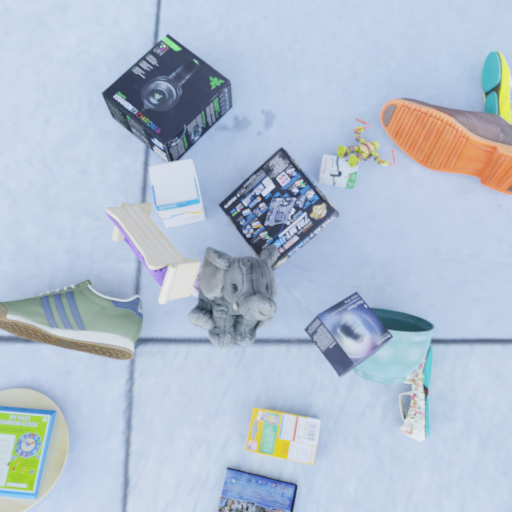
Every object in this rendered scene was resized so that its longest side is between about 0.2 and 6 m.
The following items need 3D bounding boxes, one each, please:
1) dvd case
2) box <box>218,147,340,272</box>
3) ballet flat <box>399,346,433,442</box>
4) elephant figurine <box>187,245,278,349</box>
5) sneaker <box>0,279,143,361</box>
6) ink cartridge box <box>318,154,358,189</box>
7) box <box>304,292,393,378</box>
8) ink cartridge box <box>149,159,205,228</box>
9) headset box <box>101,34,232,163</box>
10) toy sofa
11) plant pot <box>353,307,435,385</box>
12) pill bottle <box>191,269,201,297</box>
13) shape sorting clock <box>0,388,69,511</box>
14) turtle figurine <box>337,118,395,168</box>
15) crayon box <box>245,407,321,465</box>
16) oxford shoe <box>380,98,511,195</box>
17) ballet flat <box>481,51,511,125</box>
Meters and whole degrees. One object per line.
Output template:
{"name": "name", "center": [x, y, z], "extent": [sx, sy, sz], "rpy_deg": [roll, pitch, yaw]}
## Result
{"name": "dvd case", "center": [-0.100, 4.895, 9.950], "extent": [1.354, 0.167, 1.898], "rpy_deg": [13, 72, 3]}
{"name": "box", "center": [0.430, -0.928, 11.266], "extent": [1.807, 0.449, 1.794], "rpy_deg": [-42, 74, 13]}
{"name": "ballet flat", "center": [2.980, 2.523, 10.513], "extent": [0.578, 0.684, 1.808], "rpy_deg": [0, 66, 25]}
{"name": "elephant figurine", "center": [-0.209, 0.492, 9.955], "extent": [1.885, 2.430, 1.719], "rpy_deg": [42, 55, 13]}
{"name": "sneaker", "center": [-3.567, 1.064, 10.863], "extent": [2.930, 0.982, 1.315], "rpy_deg": [12, 61, 6]}
{"name": "ink cartridge box", "center": [1.763, -1.812, 12.044], "extent": [0.786, 0.327, 0.576], "rpy_deg": [10, 72, 3]}
{"name": "box", "center": [1.441, 1.206, 8.707], "extent": [0.942, 0.581, 0.935], "rpy_deg": [-26, 71, -33]}
{"name": "ink cartridge box", "center": [-1.585, -1.243, 11.392], "extent": [0.881, 1.217, 0.896], "rpy_deg": [-11, 72, -2]}
{"name": "headset box", "center": [-1.827, -3.439, 12.213], "extent": [1.912, 1.018, 2.196], "rpy_deg": [41, 76, 12]}
{"name": "toy sofa", "center": [-1.869, -0.083, 9.560], "extent": [0.935, 0.794, 1.917], "rpy_deg": [-10, 43, -40]}
{"name": "plant pot", "center": [2.353, 1.690, 10.368], "extent": [1.667, 1.667, 1.117], "rpy_deg": [7, 99, 2]}
{"name": "pill bottle", "center": [-1.103, 0.489, 11.195], "extent": [0.349, 0.349, 0.615], "rpy_deg": [33, 62, 10]}
{"name": "shape sorting clock", "center": [-4.525, 3.554, 10.233], "extent": [2.246, 0.441, 2.246], "rpy_deg": [-1, 69, 4]}
{"name": "turtle figurine", "center": [2.271, -2.328, 12.104], "extent": [1.120, 0.447, 1.389], "rpy_deg": [-25, 73, -32]}
{"name": "crayon box", "center": [0.496, 3.325, 10.371], "extent": [1.294, 0.334, 0.814], "rpy_deg": [11, 72, 3]}
{"name": "oxford shoe", "center": [4.401, -2.524, 11.981], "extent": [3.605, 1.285, 1.314], "rpy_deg": [27, 53, 5]}
{"name": "ballet flat", "center": [5.456, -3.654, 12.571], "extent": [0.638, 0.636, 1.904], "rpy_deg": [12, 74, -19]}
